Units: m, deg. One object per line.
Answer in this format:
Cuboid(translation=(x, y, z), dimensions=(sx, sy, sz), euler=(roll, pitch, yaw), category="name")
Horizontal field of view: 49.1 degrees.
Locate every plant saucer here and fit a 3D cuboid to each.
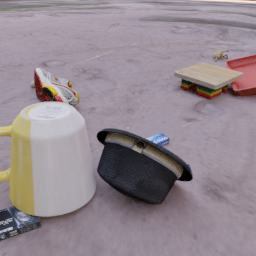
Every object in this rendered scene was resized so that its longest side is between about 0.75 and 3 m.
Cuboid(translation=(5.603, -2.271, 11.422), dimensions=(2.801, 0.514, 2.795), euler=(-9, 34, 17), category="plant saucer")

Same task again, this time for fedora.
Cuboid(translation=(0.174, 0.937, 5.977), dimensions=(2.255, 2.255, 1.030), euler=(18, 70, 28), category="fedora")

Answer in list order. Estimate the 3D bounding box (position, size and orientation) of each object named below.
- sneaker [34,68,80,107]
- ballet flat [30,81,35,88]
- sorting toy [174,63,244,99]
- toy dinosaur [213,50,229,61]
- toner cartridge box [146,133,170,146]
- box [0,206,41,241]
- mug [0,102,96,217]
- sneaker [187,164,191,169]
Cuboid(translation=(-2.735, -1.431, 10.454), dimensions=(1.123, 1.064, 2.734), euler=(-16, 43, -33), category="sneaker")
Cuboid(translation=(-3.858, -1.918, 11.876), dimensions=(0.247, 0.267, 0.791), euler=(10, 32, 10), category="ballet flat")
Cuboid(translation=(3.263, -1.950, 11.488), dimensions=(1.991, 0.697, 2.003), euler=(-24, 37, -35), category="sorting toy")
Cuboid(translation=(5.082, -4.089, 15.379), dimensions=(0.842, 0.485, 1.665), euler=(8, 31, 15), category="toy dinosaur")
Cuboid(translation=(0.770, 0.399, 8.001), dimensions=(0.787, 0.170, 0.374), euler=(-19, 35, -29), category="toner cartridge box")
Cuboid(translation=(-2.194, 1.820, 5.569), dimensions=(0.800, 0.174, 0.641), euler=(-13, 33, -21), category="box")
Cuboid(translation=(-1.788, 0.565, 5.795), dimensions=(2.327, 1.910, 1.863), euler=(-17, 32, -36), category="mug")
Cuboid(translation=(1.192, 0.901, 7.012), dimensions=(0.804, 0.315, 0.265), euler=(17, 36, 29), category="sneaker")
